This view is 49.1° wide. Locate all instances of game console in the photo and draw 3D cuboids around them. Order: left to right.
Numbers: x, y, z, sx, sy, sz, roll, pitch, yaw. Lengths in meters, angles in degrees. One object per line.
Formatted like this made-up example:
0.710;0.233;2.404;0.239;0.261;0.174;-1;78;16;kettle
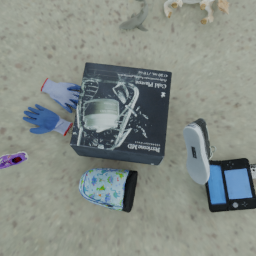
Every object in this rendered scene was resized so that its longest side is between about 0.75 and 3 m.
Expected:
2.740;1.507;7.532;1.228;0.812;1.396;-10;73;18;game console

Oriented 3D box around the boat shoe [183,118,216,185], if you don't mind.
1.815;0.596;7.037;0.617;0.667;1.805;-34;119;-31;boat shoe

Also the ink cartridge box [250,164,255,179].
3.834;1.213;8.029;0.861;0.190;0.405;-5;74;-2;ink cartridge box

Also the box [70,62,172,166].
-0.134;-0.346;7.853;2.422;1.501;2.381;7;75;2;box

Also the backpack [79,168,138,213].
-0.580;1.584;7.562;1.450;1.115;1.183;9;79;18;backpack

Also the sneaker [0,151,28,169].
-3.244;0.892;7.699;0.951;0.397;0.383;-20;99;5;sneaker

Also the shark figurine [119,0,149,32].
0.442;-3.939;9.410;0.955;0.667;1.598;23;76;6;shark figurine

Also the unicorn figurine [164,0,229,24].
2.000;-4.626;9.509;2.911;1.075;1.999;21;63;-9;unicorn figurine

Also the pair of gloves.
-2.239;-0.606;8.591;1.577;0.224;1.962;23;73;9;pair of gloves
